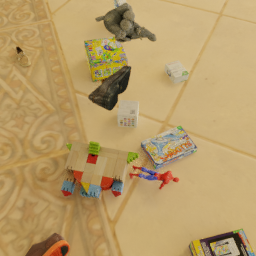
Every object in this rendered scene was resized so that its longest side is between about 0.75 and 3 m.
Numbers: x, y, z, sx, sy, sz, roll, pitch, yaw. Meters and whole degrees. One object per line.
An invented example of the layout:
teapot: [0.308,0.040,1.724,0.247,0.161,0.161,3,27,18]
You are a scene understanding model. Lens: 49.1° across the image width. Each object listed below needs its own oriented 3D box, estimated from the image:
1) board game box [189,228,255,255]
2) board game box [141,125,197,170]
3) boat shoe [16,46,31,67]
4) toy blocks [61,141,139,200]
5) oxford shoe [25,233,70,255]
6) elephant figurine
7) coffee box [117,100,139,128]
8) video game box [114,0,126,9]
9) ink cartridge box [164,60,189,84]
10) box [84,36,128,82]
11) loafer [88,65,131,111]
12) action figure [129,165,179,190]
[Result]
board game box: [2.924,4.166,8.071,1.703,0.584,2.060,-11,54,-6]
board game box: [1.572,0.726,10.815,1.813,0.312,1.227,-22,56,-16]
boat shoe: [-5.297,-3.570,13.963,0.493,0.446,1.382,-30,58,-20]
toy blocks: [-1.132,1.602,9.728,2.714,1.356,1.855,9,65,8]
oxford shoe: [-2.787,3.981,8.226,2.163,0.770,0.784,-32,39,-27]
elephant figurine: [-0.008,-4.003,11.375,1.409,1.991,1.545,-38,73,18]
coffee box: [0.012,-0.568,11.484,0.804,0.796,0.805,5,53,4]
video game box: [-0.436,-6.417,15.272,0.417,1.781,1.622,-11,53,-7]
ink cartridge box: [2.290,-2.663,13.281,0.751,0.452,1.034,-18,56,-14]
box: [-1.058,-3.321,13.361,1.741,1.102,1.807,-11,53,-8]
loafer: [-0.512,-1.491,9.291,0.816,0.822,2.257,19,41,11]
action figure: [1.018,1.808,9.926,1.768,0.875,0.577,4,53,31]
